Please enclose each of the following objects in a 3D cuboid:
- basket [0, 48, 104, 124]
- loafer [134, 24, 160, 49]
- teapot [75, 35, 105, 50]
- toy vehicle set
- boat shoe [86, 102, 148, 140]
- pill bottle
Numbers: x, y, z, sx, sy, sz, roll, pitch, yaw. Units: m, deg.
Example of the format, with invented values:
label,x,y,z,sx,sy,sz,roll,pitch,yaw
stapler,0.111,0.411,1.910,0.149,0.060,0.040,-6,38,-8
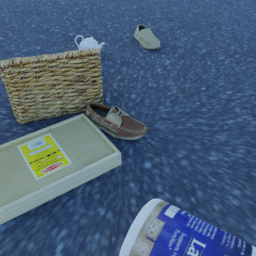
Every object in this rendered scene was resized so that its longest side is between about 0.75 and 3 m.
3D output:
label,x,y,z,sx,sy,sz,roll,pitch,yaw
basket,-2.071,-1.540,7.760,2.544,1.895,1.816,-13,42,-13
loafer,0.738,-3.683,11.277,0.640,0.577,1.691,-19,44,-21
teapot,-1.420,-3.059,10.332,0.806,0.596,0.816,31,29,25
toy vehicle set,-1.819,0.735,6.249,2.857,0.379,1.775,-24,46,-25
boat shoe,-0.347,-0.207,7.162,1.759,0.631,0.666,16,43,18
pill bottle,1.101,2.067,3.981,2.275,1.316,1.316,22,45,23
